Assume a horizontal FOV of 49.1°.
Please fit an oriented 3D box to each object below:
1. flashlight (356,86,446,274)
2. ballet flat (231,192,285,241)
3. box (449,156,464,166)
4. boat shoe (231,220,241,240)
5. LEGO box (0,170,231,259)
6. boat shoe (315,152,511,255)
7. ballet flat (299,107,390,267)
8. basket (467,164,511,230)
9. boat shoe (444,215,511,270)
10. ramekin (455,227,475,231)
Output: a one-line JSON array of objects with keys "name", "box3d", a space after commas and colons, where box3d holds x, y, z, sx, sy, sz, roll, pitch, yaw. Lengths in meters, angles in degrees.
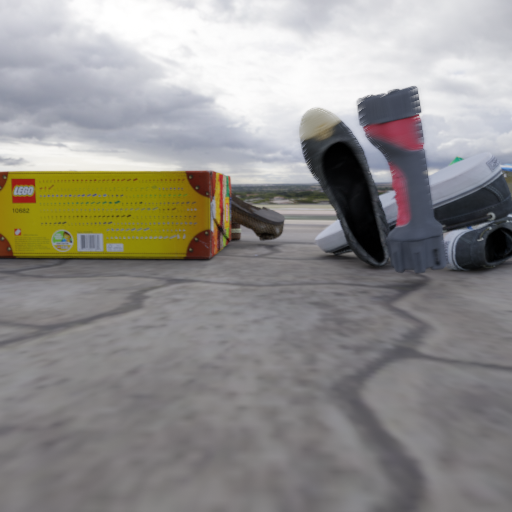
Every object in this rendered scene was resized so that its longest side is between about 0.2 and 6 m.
[{"name": "flashlight", "box3d": [1.539, -0.788, 6.021, 0.658, 1.935, 0.655, -12, 15, -3]}, {"name": "ballet flat", "box3d": [-0.523, -0.937, 11.305, 2.489, 0.577, 0.839, 26, 29, 23]}, {"name": "box", "box3d": [3.550, -0.968, 10.576, 0.385, 1.590, 0.933, 29, 50, 22]}, {"name": "boat shoe", "box3d": [-1.094, -0.816, 12.597, 0.812, 0.813, 2.199, -6, 9, -44]}, {"name": "LEGO box", "box3d": [-2.271, -0.744, 9.503, 3.483, 1.344, 2.594, 0, 6, 3]}, {"name": "boat shoe", "box3d": [2.160, -0.484, 8.134, 3.038, 0.860, 1.043, -24, 12, 43]}, {"name": "ballet flat", "box3d": [1.243, -0.893, 7.266, 0.753, 2.266, 0.644, -29, 15, 3]}, {"name": "basket", "box3d": [3.850, -0.899, 9.174, 1.002, 1.271, 1.441, -1, 24, 38]}, {"name": "boat shoe", "box3d": [3.237, -0.155, 7.549, 1.986, 0.682, 0.562, -15, 12, -40]}, {"name": "ramekin", "box3d": [4.424, -0.494, 11.315, 0.924, 0.451, 0.924, 1, 6, 0]}]
